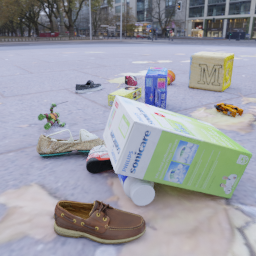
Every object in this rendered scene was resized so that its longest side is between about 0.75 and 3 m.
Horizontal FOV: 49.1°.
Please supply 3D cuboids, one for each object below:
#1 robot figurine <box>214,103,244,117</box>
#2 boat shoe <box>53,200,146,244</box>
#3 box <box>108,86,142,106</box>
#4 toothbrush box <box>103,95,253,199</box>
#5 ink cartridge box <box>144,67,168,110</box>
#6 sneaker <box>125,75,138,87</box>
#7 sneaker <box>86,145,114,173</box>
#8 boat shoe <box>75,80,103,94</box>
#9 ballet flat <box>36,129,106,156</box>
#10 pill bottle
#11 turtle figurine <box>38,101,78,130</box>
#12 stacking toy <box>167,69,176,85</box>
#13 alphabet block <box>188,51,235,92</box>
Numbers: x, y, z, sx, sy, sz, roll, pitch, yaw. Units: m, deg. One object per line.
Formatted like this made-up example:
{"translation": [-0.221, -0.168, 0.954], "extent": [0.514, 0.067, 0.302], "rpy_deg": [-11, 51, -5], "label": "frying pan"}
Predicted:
{"translation": [4.353, -0.815, 12.230], "extent": [0.868, 0.349, 1.198], "rpy_deg": [-12, 25, -28], "label": "robot figurine"}
{"translation": [-0.557, 1.714, 5.274], "extent": [1.795, 0.606, 0.646], "rpy_deg": [3, 21, 8], "label": "boat shoe"}
{"translation": [-0.120, -1.613, 14.014], "extent": [0.844, 0.562, 2.242], "rpy_deg": [9, 23, 24], "label": "box"}
{"translation": [1.019, 0.389, 6.685], "extent": [2.864, 1.233, 2.086], "rpy_deg": [14, 17, -17], "label": "toothbrush box"}
{"translation": [1.237, -1.607, 12.329], "extent": [0.973, 1.740, 2.550], "rpy_deg": [3, 21, 9], "label": "ink cartridge box"}
{"translation": [0.283, -2.961, 17.343], "extent": [0.649, 0.701, 1.739], "rpy_deg": [-3, 21, -14], "label": "sneaker"}
{"translation": [-0.297, 0.803, 7.713], "extent": [1.667, 0.557, 0.893], "rpy_deg": [-3, 24, -1], "label": "sneaker"}
{"translation": [-2.235, -2.433, 16.052], "extent": [1.876, 0.621, 0.656], "rpy_deg": [-18, 27, -38], "label": "boat shoe"}
{"translation": [-1.594, 0.400, 8.417], "extent": [2.251, 0.735, 0.794], "rpy_deg": [-4, 5, -14], "label": "ballet flat"}
{"translation": [0.187, 1.213, 6.458], "extent": [0.697, 0.697, 1.244], "rpy_deg": [-5, 21, -13], "label": "pill bottle"}
{"translation": [-2.704, -0.471, 10.538], "extent": [1.246, 0.896, 1.208], "rpy_deg": [6, 21, 16], "label": "turtle figurine"}
{"translation": [2.372, -3.009, 17.518], "extent": [0.960, 0.960, 1.314], "rpy_deg": [10, 39, 24], "label": "stacking toy"}
{"translation": [4.950, -3.404, 16.634], "extent": [2.063, 2.025, 2.015], "rpy_deg": [13, 26, 31], "label": "alphabet block"}
